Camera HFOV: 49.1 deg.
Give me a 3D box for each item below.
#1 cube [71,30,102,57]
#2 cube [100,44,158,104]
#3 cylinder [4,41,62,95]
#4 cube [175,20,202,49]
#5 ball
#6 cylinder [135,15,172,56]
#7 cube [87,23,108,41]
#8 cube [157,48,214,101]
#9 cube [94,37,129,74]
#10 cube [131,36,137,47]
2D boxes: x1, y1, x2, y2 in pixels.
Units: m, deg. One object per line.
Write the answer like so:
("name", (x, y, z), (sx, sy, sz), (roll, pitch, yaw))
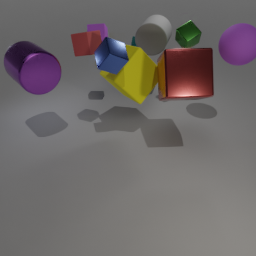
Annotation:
("cube", (-1.322, -2.753, 9.109), (0.700, 0.700, 0.700), (4, 23, 31))
("cube", (0.122, -1.935, 9.964), (1.400, 1.400, 1.400), (-52, 33, 0))
("cylinder", (-3.108, -1.970, 9.123), (1.400, 1.400, 1.400), (-23, 40, -32))
("cube", (2.334, -3.582, 10.908), (0.700, 0.700, 0.700), (-33, 73, -5))
("ball", (3.858, -2.874, 9.675), (1.400, 1.400, 1.400), (0, 32, 0))
("cylinder", (1.151, -4.119, 12.392), (1.400, 1.400, 1.400), (9, 37, 14))
("cube", (-1.200, -3.707, 11.165), (0.700, 0.700, 0.700), (-2, 6, 5))
("cube", (1.709, -1.586, 8.601), (1.400, 1.400, 1.400), (-2, 3, -2))
("cube", (-0.500, -2.153, 8.396), (0.700, 0.700, 0.700), (9, 56, -37))
("cube", (0.551, -4.132, 14.104), (0.700, 0.700, 0.700), (11, 3, 7))
